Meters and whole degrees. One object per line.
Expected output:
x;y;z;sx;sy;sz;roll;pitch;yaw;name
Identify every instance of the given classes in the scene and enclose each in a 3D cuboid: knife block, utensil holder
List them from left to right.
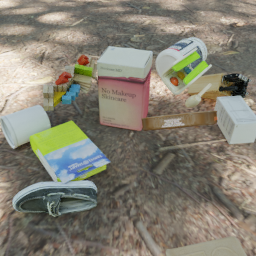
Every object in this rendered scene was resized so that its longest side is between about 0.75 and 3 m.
-3.986;-0.101;10.924;1.532;1.302;1.302;-27;46;-32;utensil holder
3.990;-1.928;12.482;2.615;2.296;0.837;15;84;17;knife block

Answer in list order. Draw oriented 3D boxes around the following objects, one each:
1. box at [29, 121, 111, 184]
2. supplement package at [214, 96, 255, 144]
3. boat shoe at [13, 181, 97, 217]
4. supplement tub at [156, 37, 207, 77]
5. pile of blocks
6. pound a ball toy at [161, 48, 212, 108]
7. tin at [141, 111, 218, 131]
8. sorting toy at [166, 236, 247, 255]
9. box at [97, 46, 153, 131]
-2.112;0.933;9.992;1.809;0.707;2.968;-23;42;-27;box
4.363;-0.359;11.418;1.080;1.040;1.898;-3;39;-4;supplement package
-2.130;2.152;8.356;2.514;0.906;0.892;-9;31;-13;boat shoe
2.867;-3.609;14.819;1.839;1.839;2.620;27;46;29;supplement tub
-1.911;-1.651;9.742;1.128;0.854;2.747;32;61;5;pile of blocks
2.019;-1.592;9.328;1.460;0.951;2.240;50;46;0;pound a ball toy
1.523;-0.207;8.483;2.300;0.482;1.288;-5;-5;25;tin
2.193;3.777;6.856;2.165;0.395;2.004;-4;39;-12;sorting toy
-0.119;-1.584;11.414;1.868;2.922;1.592;9;39;11;box
